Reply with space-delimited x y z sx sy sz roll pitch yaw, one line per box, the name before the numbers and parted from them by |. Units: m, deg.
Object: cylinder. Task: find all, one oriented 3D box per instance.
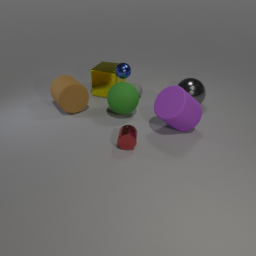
cylinder | 1.955 -0.737 10.913 1.400 1.400 1.400 28 6 -45
cylinder | -0.016 0.343 10.316 0.700 0.700 0.700 2 31 4
cylinder | -2.674 -1.560 12.750 1.400 1.400 1.400 -16 32 -25

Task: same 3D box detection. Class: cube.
cube | -0.959 -2.464 14.303 1.400 1.400 1.400 10 33 17

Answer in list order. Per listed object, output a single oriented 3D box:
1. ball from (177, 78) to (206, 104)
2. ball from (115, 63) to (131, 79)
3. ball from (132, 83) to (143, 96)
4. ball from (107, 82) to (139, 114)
ball | 2.851 -1.597 12.865 1.400 1.400 1.400 0 31 0
ball | -0.207 -2.457 12.043 0.700 0.700 0.700 0 31 0
ball | 0.381 -1.871 13.948 0.700 0.700 0.700 0 31 0
ball | -0.211 -1.294 12.158 1.400 1.400 1.400 0 31 0
